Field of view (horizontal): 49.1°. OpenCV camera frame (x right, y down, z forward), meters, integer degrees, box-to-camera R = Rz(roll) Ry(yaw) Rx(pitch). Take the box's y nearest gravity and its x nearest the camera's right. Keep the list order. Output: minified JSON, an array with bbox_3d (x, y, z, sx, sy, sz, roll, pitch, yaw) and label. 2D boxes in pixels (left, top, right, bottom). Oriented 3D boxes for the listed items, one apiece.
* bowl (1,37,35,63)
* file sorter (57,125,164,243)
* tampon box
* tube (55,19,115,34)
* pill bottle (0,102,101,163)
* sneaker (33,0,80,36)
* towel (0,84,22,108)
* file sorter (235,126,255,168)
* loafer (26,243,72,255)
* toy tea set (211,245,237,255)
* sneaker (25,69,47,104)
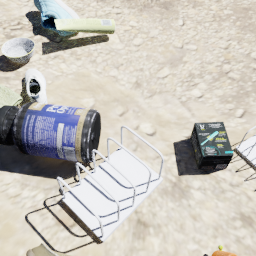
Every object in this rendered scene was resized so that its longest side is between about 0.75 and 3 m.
[{"bbox_3d":[-3.894,-2.717,10.152,1.181,0.554,1.181,-1,52,1],"label":"bowl"},{"bbox_3d":[-0.345,1.181,6.557,1.484,1.331,2.138,38,60,24],"label":"file sorter"},{"bbox_3d":[2.224,0.465,7.537,0.824,0.694,1.100,-1,52,-1],"label":"tampon box"},{"bbox_3d":[-1.608,-3.864,10.593,2.222,0.645,0.577,-5,93,-21],"label":"tube"},{"bbox_3d":[-2.075,0.071,7.390,2.539,1.420,1.420,7,52,6],"label":"pill bottle"},{"bbox_3d":[-3.192,-4.650,11.361,2.877,1.064,1.179,37,56,26],"label":"sneaker"},{"bbox_3d":[-4.688,-0.904,8.795,2.364,0.431,1.754,26,55,19],"label":"towel"},{"bbox_3d":[3.780,0.573,7.353,0.965,0.866,1.390,-27,56,-20],"label":"file sorter"},{"bbox_3d":[-0.685,2.958,5.423,2.760,1.049,0.931,28,55,8],"label":"loafer"},{"bbox_3d":[1.890,3.269,5.527,1.026,0.638,1.725,45,56,-4],"label":"toy tea set"},{"bbox_3d":[-2.985,-1.430,9.072,0.665,0.644,1.820,-19,54,-14],"label":"sneaker"}]
